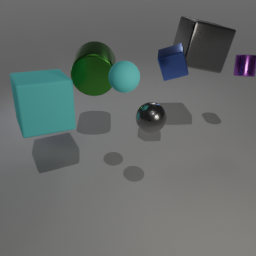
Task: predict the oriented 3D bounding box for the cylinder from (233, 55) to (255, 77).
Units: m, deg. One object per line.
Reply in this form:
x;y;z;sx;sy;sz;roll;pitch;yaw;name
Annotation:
4.008;-2.129;9.566;0.700;0.700;0.700;3;13;-1;cylinder

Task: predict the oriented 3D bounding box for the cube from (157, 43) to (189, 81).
1.255;-1.836;7.807;0.700;0.700;0.700;-12;32;16;cube

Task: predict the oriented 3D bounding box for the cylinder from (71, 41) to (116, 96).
-1.108;-1.976;9.253;1.400;1.400;1.400;-1;33;-2;cylinder

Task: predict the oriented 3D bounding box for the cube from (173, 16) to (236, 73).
2.416;-2.782;9.310;1.400;1.400;1.400;7;26;-14;cube

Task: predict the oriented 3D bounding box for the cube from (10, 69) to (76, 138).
-2.338;-0.732;7.686;1.400;1.400;1.400;-11;27;-24;cube

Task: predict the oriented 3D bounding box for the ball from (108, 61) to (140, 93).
-0.084;-1.138;6.232;0.700;0.700;0.700;0;31;0;ball

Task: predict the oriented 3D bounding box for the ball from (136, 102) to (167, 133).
0.525;-0.237;6.350;0.700;0.700;0.700;0;31;0;ball
